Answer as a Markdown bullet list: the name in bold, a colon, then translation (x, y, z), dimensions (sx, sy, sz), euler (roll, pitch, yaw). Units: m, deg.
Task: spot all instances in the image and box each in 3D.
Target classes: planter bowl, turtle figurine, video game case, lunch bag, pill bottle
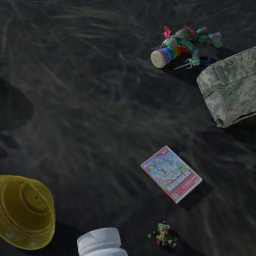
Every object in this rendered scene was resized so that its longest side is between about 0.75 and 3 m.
- **planter bowl**: translation (-2.816, 2.166, 7.885), dimensions (2.270, 2.270, 0.946), euler (18, 21, 12)
- **turtle figurine**: translation (2.544, -3.601, 11.966), dimensions (2.774, 1.397, 2.077), euler (-20, 58, -20)
- **video game case**: translation (1.410, 1.469, 9.138), dimensions (1.189, 0.145, 1.663), euler (-35, 62, -21)
- **lunch bag**: translation (3.979, -1.373, 10.009), dimensions (2.561, 1.784, 2.148), euler (-21, 80, -4)
- **pill bottle**: translation (-0.518, 3.782, 6.833), dimensions (1.316, 1.316, 2.327), euler (-12, 58, -8)

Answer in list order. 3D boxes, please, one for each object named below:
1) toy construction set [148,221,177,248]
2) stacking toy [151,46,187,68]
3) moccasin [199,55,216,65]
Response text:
- **toy construction set**: translation (1.048, 2.985, 7.832), dimensions (0.758, 0.582, 0.632), euler (35, 62, 21)
- **stacking toy**: translation (1.855, -3.270, 12.092), dimensions (1.763, 0.752, 0.752), euler (-34, 62, -25)
- **moccasin**: translation (3.349, -2.923, 12.057), dimensions (0.904, 0.308, 0.364), euler (-3, 56, -2)
